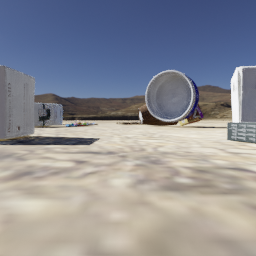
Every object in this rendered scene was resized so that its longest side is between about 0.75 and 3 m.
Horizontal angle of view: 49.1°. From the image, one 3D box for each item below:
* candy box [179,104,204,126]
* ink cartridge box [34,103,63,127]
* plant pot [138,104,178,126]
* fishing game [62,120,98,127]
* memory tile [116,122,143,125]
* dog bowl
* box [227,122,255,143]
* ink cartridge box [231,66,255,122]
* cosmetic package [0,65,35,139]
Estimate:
[{"bbox_3d":[2.118,-0.954,10.435,0.958,1.643,0.464,-12,-12,-38],"label":"candy box"},{"bbox_3d":[-3.701,-0.494,10.577,1.551,0.879,2.116,1,2,21],"label":"ink cartridge box"},{"bbox_3d":[1.175,-0.621,11.509,1.430,1.336,1.336,-13,4,-10],"label":"plant pot"},{"bbox_3d":[-1.943,-0.196,11.453,1.235,0.268,1.724,-4,4,-31],"label":"fishing game"},{"bbox_3d":[0.335,-0.257,14.876,1.828,0.153,1.401,0,2,-19],"label":"memory tile"},{"bbox_3d":[1.538,-1.074,9.728,1.754,1.754,0.691,1,1,30],"label":"dog bowl"},{"bbox_3d":[1.919,0.054,3.352,0.920,0.250,1.148,-1,2,-17],"label":"box"},{"bbox_3d":[3.184,-0.431,4.765,2.643,1.115,1.931,1,2,18],"label":"ink cartridge box"},{"bbox_3d":[-2.106,-0.361,4.268,1.012,1.018,1.216,1,3,0],"label":"cosmetic package"}]
